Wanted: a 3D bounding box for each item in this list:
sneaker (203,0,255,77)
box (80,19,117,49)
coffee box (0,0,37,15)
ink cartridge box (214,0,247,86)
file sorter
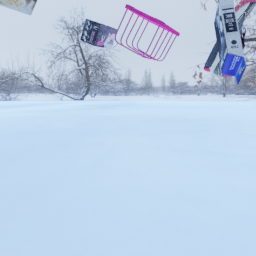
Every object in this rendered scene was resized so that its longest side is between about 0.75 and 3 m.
[{"bbox_3d":[3.762,-3.182,10.014,1.070,2.865,1.155,25,44,9],"label":"sneaker"},{"bbox_3d":[-1.056,-3.463,10.437,0.712,0.821,1.242,28,21,22],"label":"box"},{"bbox_3d":[-2.673,-3.640,6.717,1.154,0.804,2.018,10,-7,-29],"label":"coffee box"},{"bbox_3d":[2.485,-2.112,6.933,0.389,1.984,0.986,-6,-19,8],"label":"ink cartridge box"},{"bbox_3d":[0.730,-3.520,10.810,1.567,1.414,2.255,34,20,18],"label":"file sorter"}]
